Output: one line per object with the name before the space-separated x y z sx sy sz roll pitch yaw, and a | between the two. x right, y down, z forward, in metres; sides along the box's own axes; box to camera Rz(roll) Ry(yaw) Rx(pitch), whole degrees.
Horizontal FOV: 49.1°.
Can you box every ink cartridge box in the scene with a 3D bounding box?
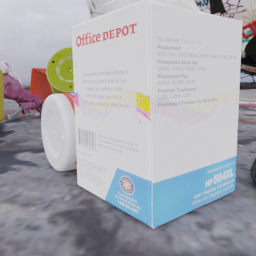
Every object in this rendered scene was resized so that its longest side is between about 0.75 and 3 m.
ink cartridge box | 0.381 -0.449 4.065 1.756 2.804 1.802 -7 12 -37

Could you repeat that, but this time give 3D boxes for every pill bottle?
pill bottle | -0.311 -0.019 5.692 2.541 1.415 1.415 -6 11 -33

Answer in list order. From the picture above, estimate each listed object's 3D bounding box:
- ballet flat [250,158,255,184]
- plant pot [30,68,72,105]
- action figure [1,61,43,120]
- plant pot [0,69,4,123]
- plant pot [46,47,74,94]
ballet flat | 2.218 0.750 3.806 0.630 0.539 1.897 -1 10 -5
plant pot | -4.400 -2.296 17.195 2.066 2.343 2.345 22 20 34
action figure | -4.578 -1.418 12.239 2.712 2.019 1.816 30 11 -18
plant pot | -5.232 -0.982 8.394 2.558 2.558 2.257 4 6 23
plant pot | -1.835 -1.710 10.333 2.516 2.516 2.423 1 -10 5
